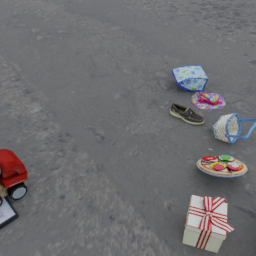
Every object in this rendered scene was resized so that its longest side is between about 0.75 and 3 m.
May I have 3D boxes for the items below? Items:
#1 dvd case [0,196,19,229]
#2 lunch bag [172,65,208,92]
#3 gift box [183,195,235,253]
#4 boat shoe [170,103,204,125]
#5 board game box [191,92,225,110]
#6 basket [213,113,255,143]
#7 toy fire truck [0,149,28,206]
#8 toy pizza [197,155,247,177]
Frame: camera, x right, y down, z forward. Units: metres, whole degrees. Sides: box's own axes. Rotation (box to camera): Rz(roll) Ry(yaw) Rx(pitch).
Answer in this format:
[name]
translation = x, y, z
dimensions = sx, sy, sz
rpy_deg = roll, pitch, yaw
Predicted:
[dvd case]
translation = -4.480, 2.654, 8.031
dimensions = 2.160, 0.190, 1.541
rpy_deg = -31, 50, -31
[lunch bag]
translation = 2.843, -2.336, 13.123
dimensions = 1.416, 0.902, 1.204
rpy_deg = 2, 41, -12
[gift box]
translation = 2.150, 2.503, 7.494
dimensions = 1.207, 1.127, 1.114
rpy_deg = 7, 43, 10
[boat shoe]
translation = 2.404, -0.588, 11.457
dimensions = 1.495, 0.485, 0.547
rpy_deg = 21, 46, 22
[board game box]
translation = 3.590, -1.305, 12.417
dimensions = 1.478, 0.288, 1.167
rpy_deg = -5, 42, -5
[basket]
translation = 3.964, -0.011, 10.361
dimensions = 1.190, 0.938, 1.349
rpy_deg = -38, 23, -34
[toy fire truck]
translation = -4.143, 1.029, 7.948
dimensions = 2.126, 2.415, 1.554
rpy_deg = -21, 45, -40
[toy pizza]
translation = 3.062, 1.177, 9.171
dimensions = 1.582, 0.251, 1.582
rpy_deg = -1, 15, 0
